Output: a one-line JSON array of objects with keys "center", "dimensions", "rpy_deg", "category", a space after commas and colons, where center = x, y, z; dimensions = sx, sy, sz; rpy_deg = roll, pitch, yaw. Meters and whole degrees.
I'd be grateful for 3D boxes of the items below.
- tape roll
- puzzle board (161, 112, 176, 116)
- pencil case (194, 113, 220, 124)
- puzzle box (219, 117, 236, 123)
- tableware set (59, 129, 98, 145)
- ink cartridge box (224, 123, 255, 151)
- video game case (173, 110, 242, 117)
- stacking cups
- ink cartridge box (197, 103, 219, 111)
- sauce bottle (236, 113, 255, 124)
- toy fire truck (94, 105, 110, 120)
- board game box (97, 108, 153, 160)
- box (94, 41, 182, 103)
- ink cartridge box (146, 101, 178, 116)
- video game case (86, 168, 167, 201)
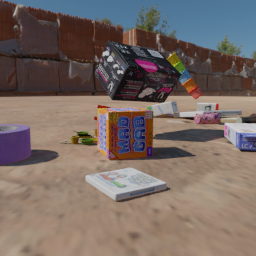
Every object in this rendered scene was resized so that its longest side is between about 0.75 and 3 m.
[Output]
[{"center": [-2.819, 0.314, 5.893], "dimensions": [1.469, 0.624, 1.469], "rpy_deg": [0, 9, 0], "category": "tape roll"}, {"center": [2.035, -0.775, 15.169], "dimensions": [1.116, 0.129, 1.481], "rpy_deg": [4, 10, 20], "category": "puzzle board"}, {"center": [3.257, -0.399, 11.499], "dimensions": [1.060, 0.459, 0.439], "rpy_deg": [-2, -22, -15], "category": "pencil case"}, {"center": [4.256, -0.365, 12.203], "dimensions": [1.195, 0.152, 0.795], "rpy_deg": [4, 10, 30], "category": "puzzle box"}, {"center": [-1.173, 0.220, 7.900], "dimensions": [1.030, 0.235, 1.530], "rpy_deg": [3, 8, 16], "category": "tableware set"}, {"center": [3.358, 0.214, 7.061], "dimensions": [1.430, 0.503, 2.397], "rpy_deg": [1, 5, 10], "category": "ink cartridge box"}, {"center": [3.660, -0.675, 13.136], "dimensions": [2.144, 0.275, 2.358], "rpy_deg": [-4, 3, -22], "category": "video game case"}, {"center": [2.216, -2.006, 10.871], "dimensions": [0.588, 1.943, 0.588], "rpy_deg": [-40, 3, 3], "category": "stacking cups"}, {"center": [4.920, -1.213, 16.745], "dimensions": [1.546, 0.520, 0.898], "rpy_deg": [3, 9, 15], "category": "ink cartridge box"}, {"center": [4.748, -0.245, 10.023], "dimensions": [1.815, 0.599, 0.599], "rpy_deg": [-5, 9, -14], "category": "sauce bottle"}, {"center": [-0.797, -0.512, 11.831], "dimensions": [1.008, 0.673, 1.201], "rpy_deg": [17, 0, -31], "category": "toy fire truck"}, {"center": [-0.090, 0.078, 6.211], "dimensions": [0.988, 0.987, 0.988], "rpy_deg": [-3, 9, -20], "category": "board game box"}, {"center": [0.274, -1.626, 8.442], "dimensions": [2.081, 1.194, 1.375], "rpy_deg": [-1, 44, -38], "category": "box"}, {"center": [1.705, -0.940, 13.852], "dimensions": [1.314, 0.575, 0.955], "rpy_deg": [-12, 2, 24], "category": "ink cartridge box"}, {"center": [-0.052, 0.812, 4.220], "dimensions": [0.867, 0.113, 0.953], "rpy_deg": [-5, 9, -32], "category": "video game case"}]
